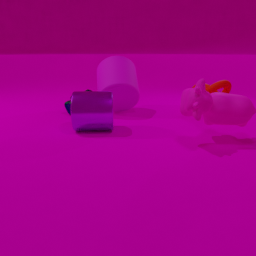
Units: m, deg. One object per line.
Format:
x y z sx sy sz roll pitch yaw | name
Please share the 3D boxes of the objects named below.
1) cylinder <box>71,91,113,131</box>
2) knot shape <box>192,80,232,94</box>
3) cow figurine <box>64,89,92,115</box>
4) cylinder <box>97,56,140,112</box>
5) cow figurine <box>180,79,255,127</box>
-0.894 -0.437 7.227 1.018 1.018 1.018 -1 16 -3 | cylinder
2.594 -0.966 8.955 1.368 1.462 0.675 4 55 31 | knot shape
-1.525 -0.875 9.216 1.199 0.658 1.180 -29 17 -18 | cow figurine
-0.340 -1.430 9.162 1.322 1.322 1.322 -2 54 -7 | cylinder
1.962 -0.469 6.090 1.596 0.876 1.571 7 -5 16 | cow figurine
